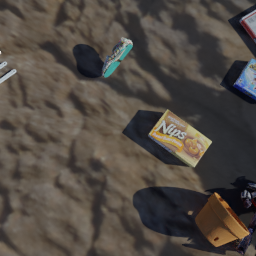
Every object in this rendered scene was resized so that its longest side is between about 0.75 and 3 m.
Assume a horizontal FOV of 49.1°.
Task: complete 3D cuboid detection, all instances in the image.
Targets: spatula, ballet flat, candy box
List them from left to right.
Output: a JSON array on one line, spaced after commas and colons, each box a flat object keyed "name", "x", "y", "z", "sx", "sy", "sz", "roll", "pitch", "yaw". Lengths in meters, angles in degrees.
[{"name": "spatula", "x": -4.020, "y": -1.461, "z": 7.864, "sx": 1.542, "sy": 0.124, "sz": 1.072, "roll": -39, "pitch": 79, "yaw": -6}, {"name": "ballet flat", "x": -0.352, "y": -1.933, "z": 7.612, "sx": 1.221, "sy": 0.462, "sz": 0.390, "roll": -47, "pitch": 71, "yaw": 18}, {"name": "candy box", "x": 1.352, "y": 0.280, "z": 7.409, "sx": 1.451, "sy": 0.401, "sz": 0.837, "roll": 36, "pitch": 82, "yaw": 6}]

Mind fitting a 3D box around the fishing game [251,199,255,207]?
[{"name": "fishing game", "x": 4.685, "y": 1.764, "z": 7.152, "sx": 2.698, "sy": 0.419, "sz": 1.932, "roll": -32, "pitch": 78, "yaw": -5}]

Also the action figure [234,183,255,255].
[{"name": "action figure", "x": 3.349, "y": 2.207, "z": 6.853, "sx": 1.339, "sy": 0.714, "sz": 2.058, "roll": 19, "pitch": 75, "yaw": 28}]

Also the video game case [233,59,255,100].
[{"name": "video game case", "x": 3.613, "y": -1.288, "z": 7.788, "sx": 1.006, "sy": 0.229, "sz": 0.912, "roll": 34, "pitch": 81, "yaw": 6}]

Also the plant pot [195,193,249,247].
[{"name": "plant pot", "x": 2.180, "y": 2.268, "z": 6.746, "sx": 0.812, "sy": 1.160, "sz": 1.160, "roll": -41, "pitch": 82, "yaw": 9}]

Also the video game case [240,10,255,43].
[{"name": "video game case", "x": 4.513, "y": -2.619, "z": 8.046, "sx": 1.600, "sy": 0.195, "sz": 2.237, "roll": -31, "pitch": 81, "yaw": -6}]
